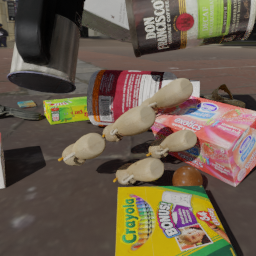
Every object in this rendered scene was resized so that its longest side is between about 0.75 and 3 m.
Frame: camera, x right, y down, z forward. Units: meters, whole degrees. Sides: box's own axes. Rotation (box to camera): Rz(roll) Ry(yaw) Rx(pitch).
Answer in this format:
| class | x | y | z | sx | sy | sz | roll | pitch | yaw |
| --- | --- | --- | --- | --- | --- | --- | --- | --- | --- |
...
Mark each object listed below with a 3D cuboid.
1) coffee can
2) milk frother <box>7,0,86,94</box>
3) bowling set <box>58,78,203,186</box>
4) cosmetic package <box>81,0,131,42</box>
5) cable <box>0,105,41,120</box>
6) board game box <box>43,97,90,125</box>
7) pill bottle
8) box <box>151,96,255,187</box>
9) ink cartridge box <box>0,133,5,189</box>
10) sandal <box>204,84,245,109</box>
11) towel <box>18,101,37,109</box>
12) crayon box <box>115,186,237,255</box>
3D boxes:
| class | x | y | z | sx | sy | sz | roll | pitch | yaw |
| --- | --- | --- | --- | --- | --- | --- | --- | --- | --- |
| coffee can | 1.204 | -2.565 | 5.918 | 2.382 | 1.743 | 1.743 | -8 | 19 | 7 |
| milk frother | -2.298 | -2.114 | 5.890 | 2.423 | 2.279 | 2.187 | 2 | -10 | 15 |
| bowling set | 0.303 | 0.498 | 5.123 | 2.754 | 1.917 | 1.478 | -29 | 2 | -30 |
| cosmetic package | -0.917 | -4.280 | 9.926 | 2.878 | 1.463 | 1.066 | 9 | -10 | -40 |
| cable | -3.972 | -0.426 | 9.080 | 2.361 | 0.594 | 1.147 | 11 | 2 | -4 |
| board game box | -1.549 | -0.645 | 9.222 | 2.204 | 0.525 | 1.119 | -9 | 21 | -23 |
| pill bottle | 0.460 | -0.766 | 7.869 | 2.926 | 1.653 | 1.653 | 5 | 20 | 11 |
| box | 1.576 | 0.116 | 5.824 | 1.102 | 1.016 | 2.147 | -38 | 34 | -19 |
| ink cartridge box | -3.439 | 0.713 | 5.097 | 2.151 | 0.726 | 1.253 | -7 | 21 | -22 |
| sandal | 3.741 | -1.316 | 10.781 | 0.830 | 0.745 | 2.264 | -5 | 20 | -14 |
| towel | -3.814 | -0.881 | 10.566 | 0.587 | 0.087 | 0.801 | -10 | 23 | -27 |
| crayon box | 0.515 | 1.346 | 3.714 | 1.330 | 0.449 | 1.541 | 0 | 20 | -1 |
